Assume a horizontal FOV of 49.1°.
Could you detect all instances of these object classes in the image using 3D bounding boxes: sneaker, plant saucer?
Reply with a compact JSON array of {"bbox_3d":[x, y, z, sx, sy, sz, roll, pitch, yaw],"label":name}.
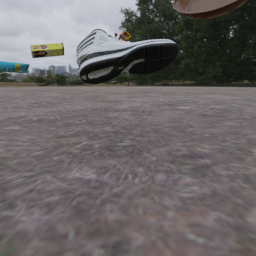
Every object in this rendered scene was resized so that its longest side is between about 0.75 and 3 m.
[{"bbox_3d":[-0.096,-2.081,7.034,2.551,1.468,0.963,-14,-31,-9],"label":"sneaker"},{"bbox_3d":[2.131,-3.206,6.787,2.058,0.376,2.058,-17,42,16],"label":"plant saucer"}]

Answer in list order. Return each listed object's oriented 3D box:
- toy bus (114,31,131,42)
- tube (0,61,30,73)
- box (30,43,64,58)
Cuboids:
[{"bbox_3d":[-0.200,-3.573,11.417,0.744,0.702,0.385,16,43,34],"label":"toy bus"},{"bbox_3d":[-3.450,-1.734,7.936,1.210,0.305,0.468,-2,-17,-32],"label":"tube"},{"bbox_3d":[-2.310,-2.231,8.061,0.924,0.232,0.348,-11,-22,-17],"label":"box"}]
